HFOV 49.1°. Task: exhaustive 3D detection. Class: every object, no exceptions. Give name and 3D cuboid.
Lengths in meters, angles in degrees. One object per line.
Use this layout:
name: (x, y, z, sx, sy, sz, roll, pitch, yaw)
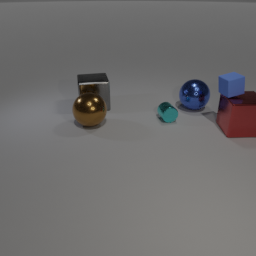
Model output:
cube: (3.954, -1.657, 10.714, 0.700, 0.700, 0.700, -15, 29, -9)
cube: (-1.613, -1.680, 13.123, 1.400, 1.400, 1.400, -5, 28, -9)
cube: (4.451, -0.563, 11.020, 1.400, 1.400, 1.400, -1, 28, -2)
ball: (-1.555, -0.745, 11.390, 1.400, 1.400, 1.400, 0, 28, 0)
cylinder: (1.693, -0.676, 11.980, 0.700, 0.700, 0.700, -7, 29, -13)
ball: (3.048, -1.529, 12.847, 1.400, 1.400, 1.400, 0, 28, 0)
